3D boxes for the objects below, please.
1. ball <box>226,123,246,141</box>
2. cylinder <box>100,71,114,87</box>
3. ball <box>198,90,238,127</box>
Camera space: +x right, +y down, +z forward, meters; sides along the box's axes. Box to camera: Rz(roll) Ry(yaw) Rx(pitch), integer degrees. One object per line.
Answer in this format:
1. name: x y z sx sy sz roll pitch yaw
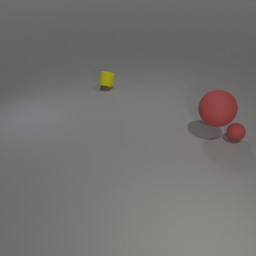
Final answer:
1. ball: 4.171 0.153 10.811 0.700 0.700 0.700 0 32 0
2. cylinder: -1.117 -2.620 14.942 0.700 0.700 0.700 10 13 -2
3. ball: 3.356 -0.735 10.483 1.400 1.400 1.400 0 32 0
